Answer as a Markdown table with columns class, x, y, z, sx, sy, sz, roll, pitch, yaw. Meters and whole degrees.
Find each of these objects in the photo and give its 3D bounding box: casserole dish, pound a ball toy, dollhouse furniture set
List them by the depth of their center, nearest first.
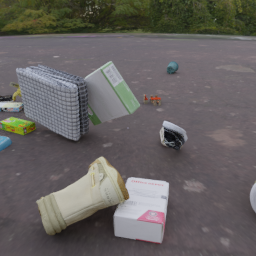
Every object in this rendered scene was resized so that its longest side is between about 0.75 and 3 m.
| class | x | y | z | sx | sy | sz | roll | pitch | yaw |
| --- | --- | --- | --- | --- | --- | --- | --- | --- | --- |
| casserole dish | -4.448 | 0.554 | 9.359 | 0.727 | 0.233 | 1.200 | 7 | 24 | 16 |
| pound a ball toy | 1.446 | 0.399 | 9.605 | 0.666 | 0.434 | 1.021 | 24 | 22 | -8 |
| dollhouse furniture set | 1.180 | -1.411 | 13.554 | 0.827 | 0.431 | 0.836 | -3 | 24 | -6 |

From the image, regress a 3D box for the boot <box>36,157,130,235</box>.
| class | x | y | z | sx | sy | sz | roll | pitch | yaw |
| --- | --- | --- | --- | --- | --- | --- | --- | --- | --- |
| boot | -1.124 | 1.486 | 6.383 | 1.844 | 0.863 | 2.372 | -25 | 11 | -14 |

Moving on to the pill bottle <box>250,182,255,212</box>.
| class | x | y | z | sx | sy | sz | roll | pitch | yaw |
| --- | --- | --- | --- | --- | --- | --- | --- | --- | --- |
| pill bottle | 3.722 | 1.265 | 6.562 | 1.184 | 1.184 | 2.106 | 16 | 28 | 33 |

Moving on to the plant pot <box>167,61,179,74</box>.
| class | x | y | z | sx | sy | sz | roll | pitch | yaw |
| --- | --- | --- | --- | --- | --- | --- | --- | --- | --- |
| plant pot | 3.052 | -4.162 | 19.516 | 0.762 | 0.762 | 0.747 | 10 | 33 | 22 |

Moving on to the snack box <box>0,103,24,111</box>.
| class | x | y | z | sx | sy | sz | roll | pitch | yaw |
| --- | --- | --- | --- | --- | --- | --- | --- | --- | --- |
| snack box | -5.450 | -0.960 | 12.794 | 1.160 | 0.215 | 0.674 | 1 | 24 | 1 |

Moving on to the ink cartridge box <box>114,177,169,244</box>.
| class | x | y | z | sx | sy | sz | roll | pitch | yaw |
| --- | --- | --- | --- | --- | --- | --- | --- | --- | --- |
| ink cartridge box | 0.346 | 1.754 | 6.186 | 1.016 | 0.574 | 1.387 | 5 | 24 | 11 |

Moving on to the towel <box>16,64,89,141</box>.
| class | x | y | z | sx | sy | sz | roll | pitch | yaw |
| --- | --- | --- | --- | --- | --- | --- | --- | --- | --- |
| towel | -2.531 | -0.959 | 9.806 | 2.568 | 2.126 | 1.099 | 22 | 40 | 25 |

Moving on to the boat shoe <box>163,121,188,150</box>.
| class | x | y | z | sx | sy | sz | roll | pitch | yaw |
| --- | --- | --- | --- | --- | --- | --- | --- | --- | --- |
| boat shoe | 1.343 | 0.295 | 8.357 | 0.633 | 0.599 | 1.766 | 26 | -5 | 23 |

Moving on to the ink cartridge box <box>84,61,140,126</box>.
| class | x | y | z | sx | sy | sz | roll | pitch | yaw |
| --- | --- | --- | --- | --- | --- | --- | --- | --- | --- |
| ink cartridge box | -0.884 | -1.061 | 9.609 | 0.569 | 1.726 | 2.372 | -44 | 17 | -32 |

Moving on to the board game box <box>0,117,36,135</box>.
| class | x | y | z | sx | sy | sz | roll | pitch | yaw |
| --- | --- | --- | --- | --- | --- | --- | --- | --- | --- |
| board game box | -4.229 | -0.085 | 10.713 | 1.248 | 0.297 | 0.634 | 12 | 26 | 24 |

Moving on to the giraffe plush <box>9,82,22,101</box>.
| class | x | y | z | sx | sy | sz | roll | pitch | yaw |
| --- | --- | --- | --- | --- | --- | --- | --- | --- | --- |
| giraffe plush | -4.082 | -1.564 | 12.815 | 1.641 | 1.746 | 2.023 | 34 | 25 | 18 |

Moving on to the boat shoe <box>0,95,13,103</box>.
| class | x | y | z | sx | sy | sz | roll | pitch | yaw |
| --- | --- | --- | --- | --- | --- | --- | --- | --- | --- |
| boat shoe | -6.243 | -1.444 | 13.719 | 1.180 | 0.356 | 0.436 | 0 | 24 | -1 |
